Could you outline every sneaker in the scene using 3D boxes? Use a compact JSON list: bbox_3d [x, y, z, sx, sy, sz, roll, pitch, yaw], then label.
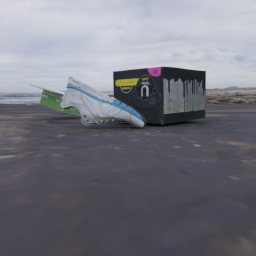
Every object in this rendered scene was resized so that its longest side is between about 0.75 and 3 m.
[{"bbox_3d":[-0.652,-0.380,7.082,2.237,0.969,0.838,24,-2,2],"label":"sneaker"}]

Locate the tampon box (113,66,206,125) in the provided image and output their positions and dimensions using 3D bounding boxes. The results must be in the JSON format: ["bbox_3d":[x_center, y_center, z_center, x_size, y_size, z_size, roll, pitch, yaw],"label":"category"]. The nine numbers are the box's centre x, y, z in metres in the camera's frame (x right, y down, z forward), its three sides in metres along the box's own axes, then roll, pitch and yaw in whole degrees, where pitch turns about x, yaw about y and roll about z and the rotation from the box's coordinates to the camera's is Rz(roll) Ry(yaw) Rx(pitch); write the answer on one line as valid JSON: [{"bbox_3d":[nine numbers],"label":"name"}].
[{"bbox_3d":[1.029,-1.004,8.687,1.858,1.565,2.479,4,8,42],"label":"tampon box"}]

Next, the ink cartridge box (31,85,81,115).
[{"bbox_3d":[-2.524,-1.011,10.700,1.190,0.680,2.293,20,7,32],"label":"ink cartridge box"}]
